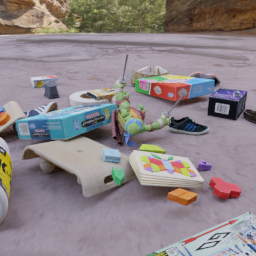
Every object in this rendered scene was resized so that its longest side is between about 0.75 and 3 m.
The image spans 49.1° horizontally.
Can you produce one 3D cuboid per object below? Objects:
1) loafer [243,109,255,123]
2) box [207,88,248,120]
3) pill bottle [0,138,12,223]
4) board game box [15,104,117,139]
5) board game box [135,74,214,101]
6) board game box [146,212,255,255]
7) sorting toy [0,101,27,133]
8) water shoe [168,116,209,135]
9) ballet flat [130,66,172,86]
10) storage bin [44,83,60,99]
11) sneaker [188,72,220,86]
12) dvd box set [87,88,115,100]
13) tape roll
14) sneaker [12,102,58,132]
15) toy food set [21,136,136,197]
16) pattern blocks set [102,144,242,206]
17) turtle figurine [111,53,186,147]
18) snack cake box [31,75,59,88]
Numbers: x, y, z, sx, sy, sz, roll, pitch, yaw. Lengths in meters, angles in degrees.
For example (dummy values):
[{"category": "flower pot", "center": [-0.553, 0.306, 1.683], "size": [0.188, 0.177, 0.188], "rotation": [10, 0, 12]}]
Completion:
[{"category": "loafer", "center": [4.540, -0.409, 9.603], "size": [0.517, 0.505, 1.417], "rotation": [-8, 24, -17]}, {"category": "box", "center": [3.745, -0.939, 10.517], "size": [1.082, 0.763, 1.463], "rotation": [13, 27, 29]}, {"category": "pill bottle", "center": [-2.934, 0.959, 5.490], "size": [1.215, 1.215, 2.125], "rotation": [-7, 25, -17]}, {"category": "board game box", "center": [-1.705, -0.222, 8.306], "size": [1.818, 0.565, 2.408], "rotation": [-1, 13, 32]}, {"category": "board game box", "center": [2.015, -1.878, 12.585], "size": [2.219, 0.585, 2.901], "rotation": [-14, 21, -30]}, {"category": "board game box", "center": [1.462, 2.121, 3.888], "size": [2.409, 0.351, 1.621], "rotation": [-11, 25, -25]}, {"category": "sorting toy", "center": [-3.946, -0.052, 8.231], "size": [1.836, 0.366, 2.484], "rotation": [-34, 34, -15]}, {"category": "water shoe", "center": [1.932, -0.096, 8.868], "size": [1.286, 0.507, 0.460], "rotation": [2, 23, 4]}, {"category": "ballet flat", "center": [1.357, -2.779, 14.606], "size": [2.726, 0.890, 0.961], "rotation": [-12, 16, -30]}, {"category": "storage bin", "center": [-3.402, -1.685, 12.528], "size": [0.615, 0.567, 0.845], "rotation": [-15, 28, -31]}, {"category": "sneaker", "center": [3.812, -2.360, 13.990], "size": [1.857, 0.716, 0.760], "rotation": [-9, 31, -18]}, {"category": "dvd box set", "center": [-0.944, -1.425, 11.567], "size": [1.237, 0.182, 0.905], "rotation": [-13, 26, -30]}, {"category": "tape roll", "center": [-1.544, -1.206, 11.710], "size": [1.776, 0.324, 1.776], "rotation": [0, 24, 0]}, {"category": "sneaker", "center": [-3.105, -0.407, 9.386], "size": [1.057, 0.683, 1.949], "rotation": [4, 26, 5]}, {"category": "toy food set", "center": [-1.162, 0.864, 6.621], "size": [2.313, 0.699, 1.660], "rotation": [20, 18, 36]}, {"category": "pattern blocks set", "center": [0.848, 0.897, 6.178], "size": [2.697, 0.219, 2.371], "rotation": [3, 21, -25]}, {"category": "turtle figurine", "center": [0.424, -0.774, 8.458], "size": [1.826, 2.538, 2.461], "rotation": [8, 11, -11]}, {"category": "snack cake box", "center": [-4.274, -2.384, 14.345], "size": [1.241, 0.417, 0.714], "rotation": [-12, 24, -26]}]
